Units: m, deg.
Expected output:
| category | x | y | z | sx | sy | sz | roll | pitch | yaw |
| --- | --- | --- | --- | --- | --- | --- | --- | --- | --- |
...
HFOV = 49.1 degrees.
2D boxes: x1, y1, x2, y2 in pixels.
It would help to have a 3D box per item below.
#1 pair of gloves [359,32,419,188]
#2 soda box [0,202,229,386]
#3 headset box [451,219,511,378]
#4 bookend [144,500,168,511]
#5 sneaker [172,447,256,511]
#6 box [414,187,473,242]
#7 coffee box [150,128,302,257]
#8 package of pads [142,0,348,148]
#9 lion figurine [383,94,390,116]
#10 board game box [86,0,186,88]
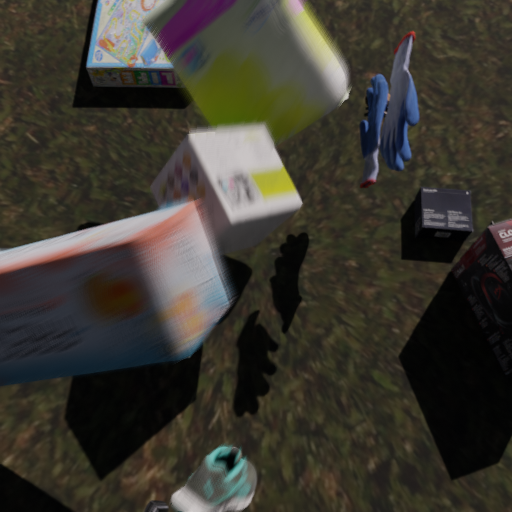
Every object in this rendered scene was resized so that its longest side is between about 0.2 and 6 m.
| category | x | y | z | sx | sy | sz | roll | pitch | yaw |
| --- | --- | --- | --- | --- | --- | --- | --- | --- | --- |
| pair of gloves | 2.071 | -2.164 | 8.904 | 0.285 | 2.502 | 2.012 | 7 | 82 | -4 |
| soda box | -2.698 | 0.640 | 7.238 | 4.447 | 1.414 | 1.521 | -12 | 107 | 22 |
| headset box | 4.406 | 0.612 | 9.519 | 0.926 | 1.835 | 2.469 | -16 | 66 | -8 |
| bookend | -1.042 | 5.194 | 7.871 | 2.413 | 1.111 | 2.397 | 27 | 69 | 11 |
| sneaker | -0.348 | 2.858 | 7.306 | 0.681 | 1.755 | 0.800 | 29 | 94 | 22 |
| box | 3.624 | -0.803 | 10.877 | 0.980 | 0.510 | 0.893 | 6 | 68 | 2 |
| coffee box | -0.480 | -0.930 | 8.495 | 1.446 | 1.444 | 1.430 | -16 | 75 | -40 |
| package of pads | -0.084 | -3.265 | 9.153 | 2.254 | 0.995 | 2.917 | -29 | 102 | 22 |
| lion figurine | 2.859 | -3.406 | 12.184 | 0.972 | 0.352 | 0.595 | 43 | 64 | 3 |
| board game box | -2.355 | -5.554 | 12.929 | 2.510 | 0.639 | 3.734 | 1 | 66 | 1 |
